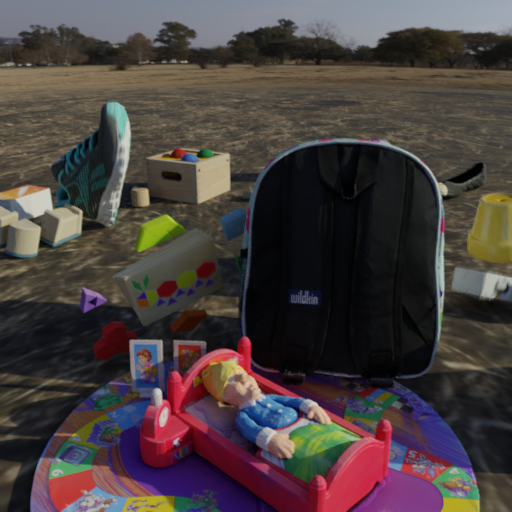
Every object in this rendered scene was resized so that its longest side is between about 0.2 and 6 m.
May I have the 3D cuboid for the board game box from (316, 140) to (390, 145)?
[{"bbox_3d":[2.800,-2.759,16.345,2.081,1.091,1.072,0,22,1],"label":"board game box"}]

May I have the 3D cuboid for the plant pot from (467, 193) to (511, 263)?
[{"bbox_3d":[4.164,-0.521,9.551,1.034,0.973,1.034,-6,23,2],"label":"plant pot"}]

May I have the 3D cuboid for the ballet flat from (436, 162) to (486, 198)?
[{"bbox_3d":[5.286,-2.001,14.920,2.530,0.719,0.841,-19,29,-39],"label":"ballet flat"}]

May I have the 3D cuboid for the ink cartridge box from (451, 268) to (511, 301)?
[{"bbox_3d":[3.589,0.453,8.726,0.863,0.357,0.629,10,3,-26],"label":"ink cartridge box"}]

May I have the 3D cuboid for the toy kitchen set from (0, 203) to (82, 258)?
[{"bbox_3d":[-4.941,-0.653,11.428,2.087,1.230,1.672,28,29,14],"label":"toy kitchen set"}]

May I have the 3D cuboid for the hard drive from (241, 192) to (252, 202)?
[{"bbox_3d":[0.040,-1.514,14.494,0.807,0.133,0.563,2,22,4],"label":"hard drive"}]

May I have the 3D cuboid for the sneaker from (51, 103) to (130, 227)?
[{"bbox_3d":[-3.390,-1.778,11.342,1.431,3.136,1.217,7,48,-19],"label":"sneaker"}]

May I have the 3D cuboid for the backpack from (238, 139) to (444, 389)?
[{"bbox_3d":[1.073,-0.032,7.068,2.491,2.806,2.112,2,10,8],"label":"backpack"}]

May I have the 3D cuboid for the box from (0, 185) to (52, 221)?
[{"bbox_3d":[-5.504,-1.208,13.101,0.744,0.583,1.195,10,24,23],"label":"box"}]

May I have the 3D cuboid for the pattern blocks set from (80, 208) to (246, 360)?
[{"bbox_3d":[-1.096,0.310,7.204,2.332,2.049,0.189,-20,46,-22],"label":"pattern blocks set"}]

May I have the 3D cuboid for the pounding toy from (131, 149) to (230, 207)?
[{"bbox_3d":[-2.316,-2.118,14.590,2.274,1.184,2.588,11,24,26],"label":"pounding toy"}]

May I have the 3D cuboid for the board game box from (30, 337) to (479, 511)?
[{"bbox_3d":[-0.006,1.641,5.496,4.271,0.832,3.375,-1,21,-2],"label":"board game box"}]
